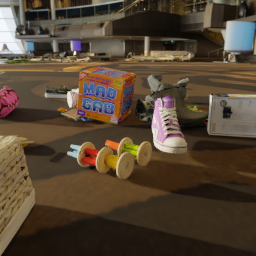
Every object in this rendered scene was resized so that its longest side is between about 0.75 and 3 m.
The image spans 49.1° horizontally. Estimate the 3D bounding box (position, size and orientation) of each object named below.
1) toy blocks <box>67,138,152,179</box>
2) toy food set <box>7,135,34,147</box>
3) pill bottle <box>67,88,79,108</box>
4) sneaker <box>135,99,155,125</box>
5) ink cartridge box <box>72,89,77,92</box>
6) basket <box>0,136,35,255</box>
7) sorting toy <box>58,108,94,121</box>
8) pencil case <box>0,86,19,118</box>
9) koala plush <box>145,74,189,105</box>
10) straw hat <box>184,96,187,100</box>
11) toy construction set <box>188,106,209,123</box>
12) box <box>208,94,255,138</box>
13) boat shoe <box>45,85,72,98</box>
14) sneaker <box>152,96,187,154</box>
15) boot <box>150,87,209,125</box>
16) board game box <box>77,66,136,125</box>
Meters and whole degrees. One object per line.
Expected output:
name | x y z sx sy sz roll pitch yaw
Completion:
toy blocks | -0.516 0.625 7.251 1.799 0.653 1.500 11 21 33
toy food set | -3.506 0.475 8.551 0.941 0.274 1.363 -5 10 -40
pill bottle | -1.913 -1.444 13.481 1.850 1.006 1.006 -9 19 -26
sneaker | 0.994 -0.579 11.364 0.899 0.808 2.083 4 21 -28
ink cartridge box | -1.926 -1.693 14.790 1.717 0.724 1.254 -9 19 -28
basket | -2.615 1.105 4.297 1.582 1.440 2.334 0 18 2
sorting toy | -2.156 -0.520 11.644 1.674 0.228 0.943 20 24 27
pencil case | -5.631 -1.204 12.628 1.020 1.053 2.248 -5 18 -12
koala plush | 2.058 -1.625 13.389 1.876 1.664 1.724 -9 31 -28
straw hat | 2.720 -1.611 15.047 0.953 0.403 0.953 1 46 -1
toy construction set | 3.035 -0.601 11.472 1.350 0.622 0.885 -4 17 26
box | 3.984 -0.424 9.522 2.374 1.385 0.714 2 15 12
boat shoe | -3.846 -2.129 16.277 1.979 0.702 0.713 -2 17 -6
sneaker | 1.145 -0.200 8.191 0.836 1.315 2.307 -1 22 -10
boot | 1.984 -0.849 10.374 2.305 1.506 0.781 -9 -5 -27
board game box | -0.847 -1.394 11.421 1.771 1.769 1.769 14 22 13
